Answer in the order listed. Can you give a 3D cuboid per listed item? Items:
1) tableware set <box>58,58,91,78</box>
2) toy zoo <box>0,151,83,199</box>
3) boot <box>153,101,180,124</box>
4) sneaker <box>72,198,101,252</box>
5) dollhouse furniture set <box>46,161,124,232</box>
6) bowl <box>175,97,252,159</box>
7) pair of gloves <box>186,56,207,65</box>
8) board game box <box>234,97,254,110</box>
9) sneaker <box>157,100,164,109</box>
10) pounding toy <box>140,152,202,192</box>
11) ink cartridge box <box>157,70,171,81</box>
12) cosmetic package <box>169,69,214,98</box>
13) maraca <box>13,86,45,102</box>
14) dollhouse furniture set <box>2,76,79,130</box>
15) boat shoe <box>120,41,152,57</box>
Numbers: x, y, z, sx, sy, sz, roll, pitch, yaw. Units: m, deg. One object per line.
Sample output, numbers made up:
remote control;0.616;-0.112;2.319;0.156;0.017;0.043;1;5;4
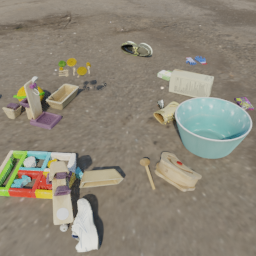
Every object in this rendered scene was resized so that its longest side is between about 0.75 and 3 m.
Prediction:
tableware set;-2.097;-2.366;10.987;1.276;0.196;0.860;-5;67;-1
toy zoo;-2.921;1.532;9.448;2.863;0.293;1.878;3;38;4
boot;2.036;-0.495;11.842;1.286;0.602;1.654;-28;44;-31
sneaker;-1.254;2.649;7.780;0.715;0.611;1.641;-15;39;-11
dollhouse furniture set;-1.089;1.946;8.073;2.312;1.832;1.641;-2;64;-21
bowl;3.011;0.130;10.371;2.677;1.400;2.677;0;37;0
pair of gloves;4.090;-4.068;16.885;1.315;0.150;1.057;-5;37;-7
board game box;5.411;-1.133;13.074;0.564;0.152;0.940;-5;38;0
sneaker;1.502;-1.012;12.818;0.318;0.296;0.802;-8;31;5
pounding toy;1.352;1.534;9.310;1.903;1.092;1.088;31;19;22
ink cartridge box;2.224;-2.986;15.405;0.758;0.250;1.042;28;47;32
cosmetic package;3.054;-2.130;13.647;1.969;1.036;0.700;18;39;19
maraca;-4.600;-1.540;13.013;1.238;0.966;1.805;-16;17;-38
dollhouse furniture set;-3.748;-1.819;12.335;2.344;2.099;2.958;14;39;17
boat shoe;0.494;-4.861;17.403;0.691;0.826;2.311;-31;41;-34
